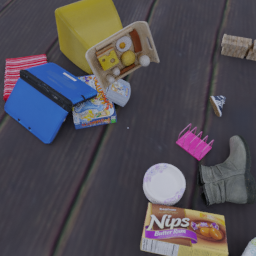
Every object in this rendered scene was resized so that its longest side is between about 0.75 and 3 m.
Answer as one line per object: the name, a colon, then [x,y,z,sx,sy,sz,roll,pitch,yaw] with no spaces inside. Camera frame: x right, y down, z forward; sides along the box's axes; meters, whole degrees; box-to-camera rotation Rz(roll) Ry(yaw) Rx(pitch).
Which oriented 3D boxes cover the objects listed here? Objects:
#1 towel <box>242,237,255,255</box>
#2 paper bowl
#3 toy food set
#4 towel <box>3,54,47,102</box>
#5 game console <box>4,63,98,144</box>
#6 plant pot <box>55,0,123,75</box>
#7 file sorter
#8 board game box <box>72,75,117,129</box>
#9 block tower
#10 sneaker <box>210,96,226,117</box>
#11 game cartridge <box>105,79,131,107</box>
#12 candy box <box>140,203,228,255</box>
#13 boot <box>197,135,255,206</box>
towel: [3.435,4.008,6.587,2.057,0.579,2.403,39,41,23]
paper bowl: [1.090,1.770,8.564,1.254,0.652,1.254,0,54,0]
toy food set: [-0.104,-1.763,7.204,1.738,1.247,0.525,-31,45,-3]
towel: [-4.213,-2.146,11.596,1.782,0.277,2.464,-10,55,-8]
game console: [-2.909,-1.042,10.559,2.695,1.595,2.300,34,40,21]
plant pot: [-1.354,-3.649,11.571,2.356,2.356,2.078,-29,72,-19]
file sorter: [2.287,0.441,9.524,0.706,0.637,1.016,-39,63,-24]
board game box: [-1.398,-1.096,10.761,1.558,0.397,2.302,-11,55,-8]
block tower: [5.310,-3.460,12.297,2.409,0.696,0.651,15,56,8]
sneaker: [3.517,-0.867,10.639,0.533,0.344,0.982,-8,52,-4]
game cartridge: [-0.344,-1.447,10.824,0.912,0.284,1.370,22,43,-14]
candy box: [1.493,2.819,7.556,2.144,0.605,1.251,9,32,9]
boot: [3.013,1.246,8.890,1.621,0.840,2.482,0,53,7]
